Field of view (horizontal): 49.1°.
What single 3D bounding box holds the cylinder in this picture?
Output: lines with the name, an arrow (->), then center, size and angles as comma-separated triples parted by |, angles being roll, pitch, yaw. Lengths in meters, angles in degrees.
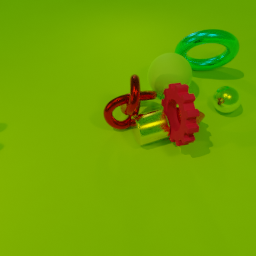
cylinder -> 0.584, -0.025, 7.480 | 0.815, 0.815, 0.815 | -15, 52, -12

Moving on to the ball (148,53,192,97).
ball -> 1.252, -1.578, 8.424 | 1.323, 1.323, 1.323 | 0, 51, 0

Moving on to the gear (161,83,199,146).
gear -> 1.269, -0.339, 7.026 | 0.285, 1.544, 1.544 | -9, 51, -15

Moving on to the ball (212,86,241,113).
ball -> 2.870, -0.832, 8.153 | 0.791, 0.791, 0.791 | 0, 51, 0

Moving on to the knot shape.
knot shape -> 0.156, -0.750, 7.704 | 0.757, 1.637, 1.532 | 44, 39, 12

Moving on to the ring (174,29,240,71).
ring -> 2.439, -2.386, 8.751 | 1.962, 1.962, 0.392 | 1, 72, 1

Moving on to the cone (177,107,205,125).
cone -> 1.556, 0.027, 7.684 | 0.937, 0.937, 0.940 | 12, 78, 10
